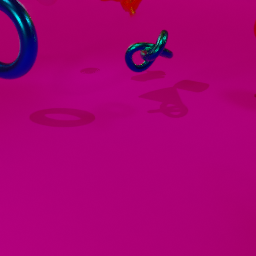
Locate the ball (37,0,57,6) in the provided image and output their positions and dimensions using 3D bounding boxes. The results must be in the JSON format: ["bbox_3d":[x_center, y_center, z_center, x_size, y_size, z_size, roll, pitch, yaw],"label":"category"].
[{"bbox_3d":[-2.708,-4.476,9.280,0.786,0.786,0.786,0,29,0],"label":"ball"}]

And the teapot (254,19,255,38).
[{"bbox_3d":[3.860,-2.561,7.232,0.859,1.754,1.091,-34,57,-4],"label":"teapot"}]

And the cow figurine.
[{"bbox_3d":[-0.319,-4.176,8.676,1.690,1.663,0.928,-23,59,-20],"label":"cow figurine"}]

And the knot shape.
[{"bbox_3d":[0.628,-1.877,6.938,1.277,0.590,1.195,-26,-4,35],"label":"knot shape"}]

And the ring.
[{"bbox_3d":[-2.755,-1.954,6.019,1.859,1.859,0.372,10,28,17],"label":"ring"}]
